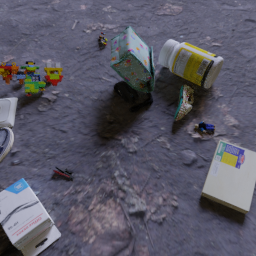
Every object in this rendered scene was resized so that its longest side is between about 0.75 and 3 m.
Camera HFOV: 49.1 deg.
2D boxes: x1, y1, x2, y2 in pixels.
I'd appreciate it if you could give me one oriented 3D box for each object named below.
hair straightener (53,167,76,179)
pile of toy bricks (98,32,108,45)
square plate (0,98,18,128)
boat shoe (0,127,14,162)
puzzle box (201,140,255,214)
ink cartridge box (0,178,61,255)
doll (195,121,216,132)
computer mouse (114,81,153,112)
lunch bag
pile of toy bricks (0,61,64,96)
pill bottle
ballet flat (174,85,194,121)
[{"bbox_3d":[-2.250,1.577,10.115,0.871,0.178,0.335,18,56,13],"label":"hair straightener"},{"bbox_3d":[-1.209,-4.601,14.481,0.390,0.438,0.790,16,32,-37],"label":"pile of toy bricks"},{"bbox_3d":[-5.530,-0.655,11.693,1.607,0.229,1.592,-5,55,-4],"label":"square plate"},{"bbox_3d":[-5.017,0.748,10.138,0.888,1.102,2.377,10,55,7],"label":"boat shoe"},{"bbox_3d":[3.717,1.647,9.985,1.593,0.304,2.395,21,57,15],"label":"puzzle box"},{"bbox_3d":[-3.260,2.848,8.855,1.275,0.746,2.198,-35,61,-22],"label":"ink cartridge box"},{"bbox_3d":[3.089,-0.035,11.262,0.812,0.197,0.554,7,54,5],"label":"doll"},{"bbox_3d":[0.278,-1.597,12.228,1.328,0.435,1.891,-23,57,-17],"label":"computer mouse"},{"bbox_3d":[0.403,-2.838,12.070,1.409,2.310,1.968,-29,43,30],"label":"lunch bag"},{"bbox_3d":[-4.243,-2.041,12.223,2.663,1.477,1.315,-4,81,-22],"label":"pile of toy bricks"},{"bbox_3d":[2.775,-2.938,12.576,2.570,1.469,1.469,31,60,21],"label":"pill bottle"},{"bbox_3d":[2.409,-1.060,11.720,0.612,0.724,1.914,18,58,1],"label":"ballet flat"}]
